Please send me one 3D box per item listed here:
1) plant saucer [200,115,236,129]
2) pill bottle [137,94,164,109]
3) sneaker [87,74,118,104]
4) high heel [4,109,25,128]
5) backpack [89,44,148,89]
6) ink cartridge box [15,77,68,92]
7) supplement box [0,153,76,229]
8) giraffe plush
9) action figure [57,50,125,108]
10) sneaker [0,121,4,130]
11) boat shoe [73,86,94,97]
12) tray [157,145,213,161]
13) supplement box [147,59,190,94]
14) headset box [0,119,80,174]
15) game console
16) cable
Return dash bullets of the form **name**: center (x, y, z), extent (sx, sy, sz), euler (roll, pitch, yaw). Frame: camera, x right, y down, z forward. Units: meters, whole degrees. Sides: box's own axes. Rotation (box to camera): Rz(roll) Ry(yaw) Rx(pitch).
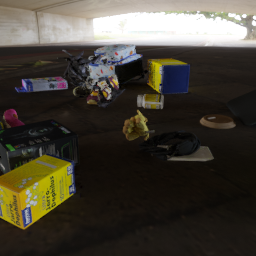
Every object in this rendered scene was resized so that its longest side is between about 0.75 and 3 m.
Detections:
- **plant saucer**: center (2.983, -0.232, 9.304), extent (1.144, 0.169, 1.144), euler (-1, 21, 0)
- **pill bottle**: center (0.879, -1.038, 10.916), extent (0.974, 0.557, 0.557), euler (4, 21, 10)
- **sneaker**: center (-1.092, -1.689, 11.964), extent (0.873, 1.049, 2.328), euler (6, 21, 17)
- **high heel**: center (-3.264, -0.165, 8.378), extent (0.832, 0.584, 1.735), euler (-14, 27, -7)
- **backpack**: center (-0.814, -3.385, 15.258), extent (2.739, 2.215, 2.876), euler (2, 20, 37)
- **ink cartridge box**: center (-4.463, -2.245, 14.359), extent (2.425, 0.509, 1.447), euler (-11, 23, -24)
- **supplement box**: center (-1.618, 1.057, 5.001), extent (0.700, 0.695, 1.278), euler (12, 23, 29)
- **giraffe plush**: center (0.284, -0.124, 7.949), extent (0.865, 0.746, 0.702), euler (6, 40, -9)
- **action figure**: center (-1.409, -1.992, 10.645), extent (1.533, 2.579, 1.316), euler (-39, 9, 34)
- **sneaker**: center (-4.155, -0.095, 8.655), extent (0.420, 0.353, 1.071), euler (-17, 26, -31)
- **boat shoe**: center (-1.762, -1.670, 12.733), extent (1.389, 0.496, 0.456), euler (-5, 16, -27)
- **tray**: center (1.381, 0.644, 6.938), extent (1.309, 0.145, 0.703), euler (1, 19, 3)
- **supplement box**: center (1.962, -2.685, 14.205), extent (1.375, 1.366, 2.510), euler (-4, 21, -11)
- **headset box**: center (-2.221, 0.472, 6.478), extent (1.686, 0.782, 1.468), euler (-14, 25, -34)
- **game console**: center (5.300, -0.556, 10.028), extent (2.506, 1.658, 2.849), euler (30, 21, -6)
- **cable**: center (1.072, 0.428, 7.146), extent (1.336, 0.416, 1.637), euler (3, 17, 42)
